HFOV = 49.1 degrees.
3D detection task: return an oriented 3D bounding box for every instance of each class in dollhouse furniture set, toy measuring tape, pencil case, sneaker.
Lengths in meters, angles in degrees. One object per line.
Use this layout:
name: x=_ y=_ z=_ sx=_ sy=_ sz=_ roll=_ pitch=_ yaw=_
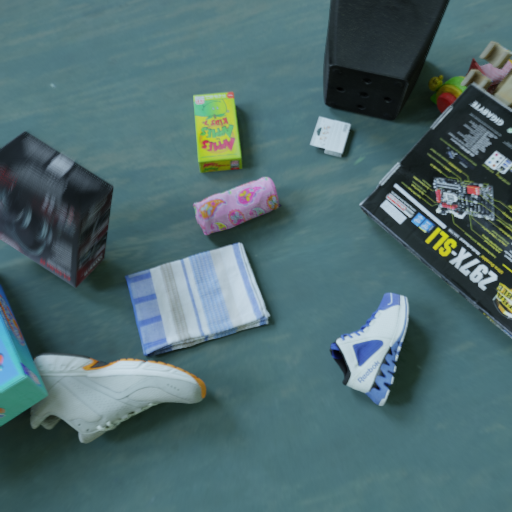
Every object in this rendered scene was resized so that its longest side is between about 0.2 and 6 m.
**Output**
dollhouse furniture set: x=4.659 y=-2.815 z=10.535 sx=1.585 sy=1.809 sz=1.202 roll=43 pitch=34 yaw=18
toy measuring tape: x=4.406 y=-2.955 z=11.356 sx=0.844 sy=0.844 sz=2.293 roll=-37 pitch=70 yaw=-16
dollhouse furniture set: x=5.208 y=-3.130 z=11.348 sx=1.093 sy=0.826 sz=2.031 roll=-16 pitch=62 yaw=-8
pencil case: x=-0.353 y=-0.944 z=10.489 sx=1.594 sy=0.697 sz=0.697 roll=-23 pitch=67 yaw=-11
sneaker: x=1.822 y=1.408 z=9.299 sx=1.086 sy=0.760 sz=1.881 roll=17 pitch=67 yaw=6
sneaker: x=-2.196 y=2.305 z=8.831 sx=2.828 sy=1.070 sz=1.301 roll=2 pitch=71 yaw=9

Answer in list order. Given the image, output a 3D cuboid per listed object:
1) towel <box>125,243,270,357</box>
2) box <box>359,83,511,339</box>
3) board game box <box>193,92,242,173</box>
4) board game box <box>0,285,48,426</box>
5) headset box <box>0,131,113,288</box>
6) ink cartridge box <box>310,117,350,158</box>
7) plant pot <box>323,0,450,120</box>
towel: x=-1.056 y=0.734 z=9.893 sx=2.264 sy=0.269 sz=1.662 roll=-16 pitch=65 yaw=-7
box: x=4.127 y=-0.741 z=9.673 sx=3.652 sy=0.901 sz=2.916 roll=43 pitch=98 yaw=18
board game box: x=-0.788 y=-2.519 z=11.358 sx=0.845 sy=0.396 sz=1.663 roll=-6 pitch=65 yaw=-3
board game box: x=-4.966 y=1.582 z=8.746 sx=2.429 sy=0.719 sz=3.194 roll=-32 pitch=51 yaw=-13
headset box: x=-3.436 y=-0.637 z=9.421 sx=1.731 sy=2.325 sz=0.898 roll=33 pitch=51 yaw=3
ink cartridge box: x=1.514 y=-2.433 z=11.449 sx=0.673 sy=0.169 sz=0.776 roll=16 pitch=66 yaw=8
plant pot: x=2.364 y=-4.068 z=11.240 sx=2.249 sy=2.254 sz=2.000 roll=15 pitch=77 yaw=7
